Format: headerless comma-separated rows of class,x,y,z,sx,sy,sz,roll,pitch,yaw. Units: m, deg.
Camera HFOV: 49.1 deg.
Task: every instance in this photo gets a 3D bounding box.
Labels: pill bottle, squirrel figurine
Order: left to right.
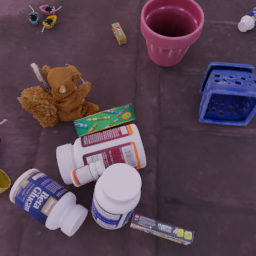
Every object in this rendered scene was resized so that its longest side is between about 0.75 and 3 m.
pill bottle,-2.638,2.551,9.521,2.436,1.353,1.353,29,68,13
squirrel figurine,-2.661,-1.194,10.607,2.671,2.493,1.890,-32,76,-11
pill bottle,-1.263,1.446,8.971,1.027,0.563,0.563,-23,66,6
pill bottle,-0.943,0.986,10.088,2.906,1.659,1.659,-14,65,-4
pill bottle,-0.378,2.175,8.825,1.410,2.437,1.410,6,54,-8
pill bottle,5.960,-5.228,13.610,1.264,0.702,0.702,-40,71,-17

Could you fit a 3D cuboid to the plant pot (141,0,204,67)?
plant pot,1.777,-4.006,12.150,2.539,2.273,2.539,0,64,-1

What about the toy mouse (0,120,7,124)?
toy mouse,-6.432,0.063,11.147,2.994,0.579,2.660,-34,69,-15

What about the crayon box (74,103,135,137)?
crayon box,-0.928,-0.293,10.839,2.216,1.316,0.646,-18,92,-9

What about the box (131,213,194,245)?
box,1.084,3.357,9.295,1.987,1.093,0.345,15,65,8

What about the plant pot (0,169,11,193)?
plant pot,-4.963,2.023,10.025,0.817,1.151,1.151,-46,71,7

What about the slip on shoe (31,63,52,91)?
slip on shoe,-3.120,-1.956,10.490,0.515,1.699,0.646,-32,71,-8

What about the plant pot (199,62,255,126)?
plant pot,3.941,-1.419,11.133,2.042,2.042,1.836,4,57,2

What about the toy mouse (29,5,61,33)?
toy mouse,-4.260,-5.582,13.955,1.744,0.380,1.962,31,68,14

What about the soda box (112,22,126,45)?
soda box,-0.431,-4.530,13.459,0.350,0.370,1.093,-21,66,-10
